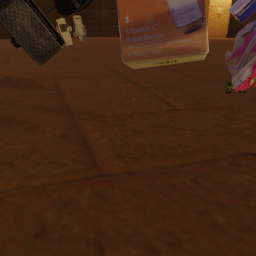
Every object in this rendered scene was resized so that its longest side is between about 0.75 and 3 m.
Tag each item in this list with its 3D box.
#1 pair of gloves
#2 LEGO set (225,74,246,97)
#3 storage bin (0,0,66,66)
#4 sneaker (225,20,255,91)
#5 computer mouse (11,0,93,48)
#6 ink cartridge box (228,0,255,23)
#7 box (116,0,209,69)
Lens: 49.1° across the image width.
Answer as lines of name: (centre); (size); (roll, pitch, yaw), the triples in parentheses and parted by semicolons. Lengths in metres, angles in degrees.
pair of gloves: (-1.396, -2.416, 6.952); (0.790, 0.672, 0.138); (-31, 13, -37)
LEGO set: (3.035, -1.324, 7.374); (0.588, 1.015, 0.780); (16, 15, 5)
storage bin: (-2.032, -2.115, 5.920); (0.652, 1.391, 0.941); (-35, 24, 9)
sneaker: (2.627, -1.721, 5.324); (0.921, 2.264, 0.999); (-10, 64, -34)
computer mouse: (-1.883, -2.944, 7.158); (2.759, 0.809, 0.470); (-30, 0, 12)
ink cartridge box: (2.637, -2.703, 5.938); (0.349, 0.891, 1.881); (45, 28, -6)
box: (0.844, -3.035, 7.118); (2.067, 2.715, 1.444); (-6, 6, 11)
